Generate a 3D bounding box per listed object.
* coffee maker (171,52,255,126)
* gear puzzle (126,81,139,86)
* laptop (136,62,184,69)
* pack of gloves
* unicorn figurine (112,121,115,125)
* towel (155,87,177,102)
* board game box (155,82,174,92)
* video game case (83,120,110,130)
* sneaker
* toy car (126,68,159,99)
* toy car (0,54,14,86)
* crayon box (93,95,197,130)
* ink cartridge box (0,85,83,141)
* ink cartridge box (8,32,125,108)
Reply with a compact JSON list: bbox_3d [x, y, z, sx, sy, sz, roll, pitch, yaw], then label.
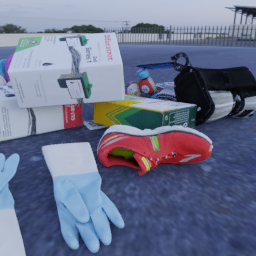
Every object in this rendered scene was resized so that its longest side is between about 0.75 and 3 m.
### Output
[{"bbox_3d":[2.907,-1.368,9.154,2.451,2.355,1.651,-10,4,-32],"label":"coffee maker"},{"bbox_3d":[0.616,-2.463,15.254,0.793,0.201,1.531,13,24,32],"label":"gear puzzle"},{"bbox_3d":[2.050,-2.062,12.212,1.417,2.743,2.431,-40,-7,22],"label":"laptop"},{"bbox_3d":[-1.580,1.275,4.876,2.490,0.585,2.964,-3,27,-21],"label":"pack of gloves"},{"bbox_3d":[0.163,0.324,7.375,1.278,0.472,0.878,14,18,-11],"label":"unicorn figurine"},{"bbox_3d":[1.977,-1.218,11.184,1.525,0.653,1.263,8,22,20],"label":"towel"},{"bbox_3d":[2.137,-1.825,13.304,1.315,0.335,1.943,-11,23,-28],"label":"board game box"},{"bbox_3d":[-0.988,-0.133,9.035,0.763,0.089,0.694,-10,22,-25],"label":"video game case"},{"bbox_3d":[0.557,0.604,6.199,2.553,0.983,1.084,0,36,13],"label":"sneaker"},{"bbox_3d":[0.464,-1.652,12.089,1.395,1.285,1.234,-30,19,4],"label":"toy car"},{"bbox_3d":[-4.542,-2.150,11.773,2.465,1.848,2.157,18,26,21],"label":"toy car"},{"bbox_3d":[0.311,-0.465,8.561,2.979,0.768,1.873,14,18,38],"label":"crayon box"},{"bbox_3d":[-3.166,-0.623,8.746,2.859,1.197,2.063,-13,24,-32],"label":"ink cartridge box"},{"bbox_3d":[-1.560,-1.653,7.698,2.771,1.168,2.024,-6,42,-6],"label":"ink cartridge box"}]
